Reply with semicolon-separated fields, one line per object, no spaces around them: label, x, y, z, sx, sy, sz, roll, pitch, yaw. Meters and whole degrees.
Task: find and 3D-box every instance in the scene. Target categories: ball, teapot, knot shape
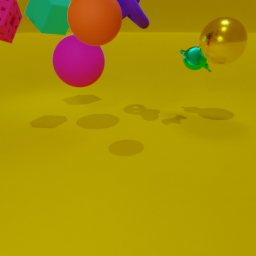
ball;-1.305;-1.777;7.470;1.378;1.378;1.378;0;21;0
teapot;2.114;-2.110;8.733;1.196;0.744;0.586;36;1;10
ball;2.642;-2.415;7.816;1.283;1.283;1.283;0;21;0
ball;-0.553;-1.856;4.722;0.911;0.911;0.911;0;21;0
knot shape;-0.086;-3.464;7.081;0.855;1.731;1.850;-23;41;-27

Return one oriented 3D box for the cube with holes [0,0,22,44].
cube with holes;-3.074;-2.625;6.544;0.797;0.797;0.797;16;-14;-5

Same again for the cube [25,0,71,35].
cube;-2.455;-3.723;8.935;1.031;1.031;1.031;50;35;17
